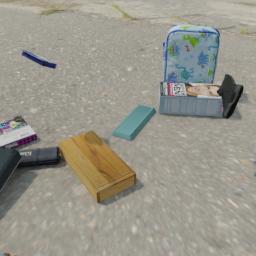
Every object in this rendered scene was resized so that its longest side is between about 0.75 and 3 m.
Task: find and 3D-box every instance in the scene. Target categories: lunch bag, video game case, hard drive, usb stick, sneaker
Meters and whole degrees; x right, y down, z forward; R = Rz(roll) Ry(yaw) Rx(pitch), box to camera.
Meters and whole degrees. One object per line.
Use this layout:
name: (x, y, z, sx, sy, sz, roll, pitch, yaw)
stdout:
lunch bag: (2.573, -2.855, 11.741, 2.245, 2.793, 1.152, 6, 33, 12)
video game case: (-4.152, 0.230, 9.419, 1.680, 0.301, 1.523, -24, 41, -31)
hard drive: (-4.212, 1.508, 7.053, 1.904, 0.449, 2.729, 7, 43, 10)
usb stick: (-3.138, 0.904, 8.331, 2.238, 0.365, 0.621, -5, 48, -6)
sneaker: (2.645, -0.852, 7.526, 0.632, 0.364, 1.213, 24, 82, 38)

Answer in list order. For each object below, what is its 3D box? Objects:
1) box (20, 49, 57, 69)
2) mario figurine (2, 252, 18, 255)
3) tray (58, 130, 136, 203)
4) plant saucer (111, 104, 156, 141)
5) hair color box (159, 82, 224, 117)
box: (-2.564, -1.960, 8.020, 0.667, 0.178, 1.101, 28, 8, 6)
mario figurine: (-2.563, 3.004, 5.325, 0.723, 0.621, 1.171, -26, 12, 27)
tray: (-0.978, 0.983, 8.183, 1.230, 0.462, 2.494, -21, 40, -28)
plant saucer: (0.264, -0.292, 10.301, 0.789, 0.214, 2.257, 16, 36, 22)
hair color box: (2.572, -1.156, 11.015, 2.689, 0.815, 1.331, 3, 34, 4)
